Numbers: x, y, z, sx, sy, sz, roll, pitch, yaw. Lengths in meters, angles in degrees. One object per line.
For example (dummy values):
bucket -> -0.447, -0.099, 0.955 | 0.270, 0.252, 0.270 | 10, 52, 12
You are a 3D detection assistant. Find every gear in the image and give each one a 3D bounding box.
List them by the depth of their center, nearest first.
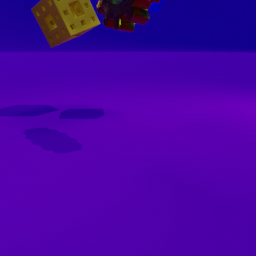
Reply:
gear -> -0.011, -3.053, 5.689 | 0.379, 2.050, 2.050 | -2, 15, -35

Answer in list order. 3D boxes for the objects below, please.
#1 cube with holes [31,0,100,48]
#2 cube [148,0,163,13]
cube with holes -> -1.944, -3.492, 8.788 | 1.265, 1.265, 1.265 | -6, 26, 48
cube -> 0.561, -4.163, 8.041 | 1.079, 1.079, 1.079 | 16, 41, -7
